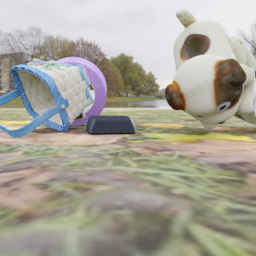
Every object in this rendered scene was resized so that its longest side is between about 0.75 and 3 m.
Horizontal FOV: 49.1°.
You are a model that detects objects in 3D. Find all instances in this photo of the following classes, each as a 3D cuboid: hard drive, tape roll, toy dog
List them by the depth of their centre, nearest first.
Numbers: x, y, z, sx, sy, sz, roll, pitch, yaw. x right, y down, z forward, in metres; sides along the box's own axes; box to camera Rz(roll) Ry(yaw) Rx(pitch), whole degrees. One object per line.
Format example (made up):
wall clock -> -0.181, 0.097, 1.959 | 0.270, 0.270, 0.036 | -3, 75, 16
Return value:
toy dog -> 1.921, -1.282, 6.448 | 2.024, 2.812, 2.900 | -12, 31, 24
hard drive -> -0.495, -0.123, 7.560 | 1.250, 0.392, 1.853 | -1, 6, -10
tape roll -> -1.756, -1.161, 9.050 | 2.127, 2.127, 0.698 | 0, 27, -3

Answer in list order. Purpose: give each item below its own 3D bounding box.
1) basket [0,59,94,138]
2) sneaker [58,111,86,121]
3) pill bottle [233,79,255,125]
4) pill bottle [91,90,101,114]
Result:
basket -> -2.406, -0.745, 7.297 | 2.257, 1.780, 2.559 | 17, 48, 36
sneaker -> -1.821, -0.418, 8.511 | 1.023, 0.411, 0.442 | -8, -2, 18
pill bottle -> 3.463, -0.757, 7.771 | 1.203, 1.203, 2.067 | 0, 15, -4
pill bottle -> -1.468, -0.982, 11.605 | 0.822, 0.822, 1.455 | -1, -17, -9
